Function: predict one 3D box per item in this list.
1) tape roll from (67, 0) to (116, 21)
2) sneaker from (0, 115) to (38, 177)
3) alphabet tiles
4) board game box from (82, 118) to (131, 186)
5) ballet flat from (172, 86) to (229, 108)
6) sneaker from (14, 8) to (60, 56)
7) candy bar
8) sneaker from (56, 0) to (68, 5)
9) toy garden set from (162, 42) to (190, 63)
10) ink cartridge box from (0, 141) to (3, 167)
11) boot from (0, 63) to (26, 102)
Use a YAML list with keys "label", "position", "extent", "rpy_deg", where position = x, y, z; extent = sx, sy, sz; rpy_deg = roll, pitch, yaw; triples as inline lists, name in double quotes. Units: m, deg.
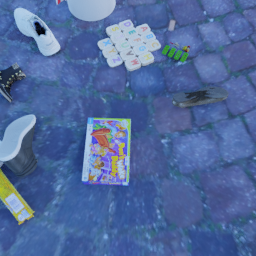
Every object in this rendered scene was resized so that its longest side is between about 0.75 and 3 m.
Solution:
- label: "tape roll"
  position: [-1.752, -6.387, 12.970]
  extent: [2.330, 1.600, 2.330]
  rpy_deg: [0, 66, 0]
- label: "sneaker"
  position: [-3.819, 0.665, 10.262]
  extent: [0.970, 1.361, 2.744]
  rpy_deg: [-12, 35, 6]
- label: "alphabet tiles"
  position: [0.053, -3.759, 12.576]
  extent: [2.548, 0.190, 2.605]
  rpy_deg: [-23, 68, -10]
- label: "board game box"
  position: [-0.741, 0.839, 10.328]
  extent: [1.636, 0.545, 2.434]
  rpy_deg: [1, 66, 1]
- label: "ballet flat"
  position: [2.904, -1.182, 11.302]
  extent: [2.371, 0.550, 0.799]
  rpy_deg: [-11, 45, -11]
- label: "sneaker"
  position: [-4.067, -4.498, 12.317]
  extent: [1.095, 1.280, 2.939]
  rpy_deg: [-41, 71, -16]
- label: "candy bar"
  position: [-4.178, 2.066, 9.449]
  extent: [0.676, 0.300, 2.712]
  rpy_deg: [-38, 92, -26]
- label: "sneaker"
  position: [-2.515, -4.929, 10.687]
  extent: [0.423, 0.268, 0.752]
  rpy_deg: [3, 50, -5]
- label: "toy garden set"
  position: [2.165, -3.405, 12.419]
  extent: [1.070, 0.213, 0.892]
  rpy_deg: [26, 70, 12]
- label: "ink cartridge box"
  position: [-5.400, 1.106, 10.051]
  extent: [1.437, 0.825, 1.979]
  rpy_deg: [31, 70, 13]
- label: "boot"
  position: [-4.810, -1.922, 11.556]
  extent: [1.228, 0.597, 1.631]
  rpy_deg: [-33, 64, -13]
